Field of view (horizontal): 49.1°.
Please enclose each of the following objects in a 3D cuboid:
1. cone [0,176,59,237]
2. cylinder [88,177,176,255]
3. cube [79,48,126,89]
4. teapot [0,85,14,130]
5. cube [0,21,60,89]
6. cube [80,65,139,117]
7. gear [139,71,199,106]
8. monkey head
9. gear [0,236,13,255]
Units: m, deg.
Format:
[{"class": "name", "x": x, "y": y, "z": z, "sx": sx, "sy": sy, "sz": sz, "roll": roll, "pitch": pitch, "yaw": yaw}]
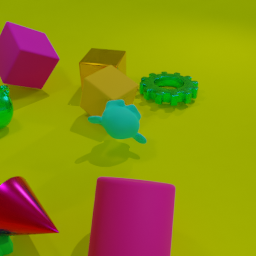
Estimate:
[{"class": "cone", "x": -1.474, "y": 1.385, "z": 4.276, "sx": 1.000, "sy": 0.997, "sz": 0.997, "roll": 20, "pitch": 41, "yaw": 15}, {"class": "cylinder", "x": 0.062, "y": 1.350, "z": 4.066, "sx": 1.164, "sy": 1.164, "sz": 1.164, "roll": 5, "pitch": 82, "yaw": 7}, {"class": "cube", "x": -0.709, "y": -1.622, "z": 8.386, "sx": 1.122, "sy": 1.122, "sz": 1.122, "roll": 8, "pitch": 38, "yaw": 10}, {"class": "teapot", "x": -3.465, "y": -0.420, "z": 6.796, "sx": 1.140, "sy": 1.834, "sz": 0.898, "roll": 51, "pitch": 19, "yaw": 2}, {"class": "cube", "x": -3.022, "y": -2.080, "z": 8.228, "sx": 1.257, "sy": 1.257, "sz": 1.257, "roll": 2, "pitch": 48, "yaw": -50}, {"class": "cube", "x": -0.500, "y": -0.826, "z": 7.245, "sx": 1.002, "sy": 1.002, "sz": 1.002, "roll": 39, "pitch": 49, "yaw": 17}, {"class": "gear", "x": 1.219, "y": -1.225, "z": 8.421, "sx": 1.730, "sy": 0.320, "sz": 1.730, "roll": 0, "pitch": 33, "yaw": 0}, {"class": "monkey head", "x": -0.220, "y": -0.087, "z": 6.326, "sx": 1.392, "sy": 1.001, "sz": 0.839, "roll": 23, "pitch": 57, "yaw": -13}, {"class": "gear", "x": -2.646, "y": 2.015, "z": 4.305, "sx": 1.588, "sy": 0.294, "sz": 1.588, "roll": 0, "pitch": 37, "yaw": 0}]
